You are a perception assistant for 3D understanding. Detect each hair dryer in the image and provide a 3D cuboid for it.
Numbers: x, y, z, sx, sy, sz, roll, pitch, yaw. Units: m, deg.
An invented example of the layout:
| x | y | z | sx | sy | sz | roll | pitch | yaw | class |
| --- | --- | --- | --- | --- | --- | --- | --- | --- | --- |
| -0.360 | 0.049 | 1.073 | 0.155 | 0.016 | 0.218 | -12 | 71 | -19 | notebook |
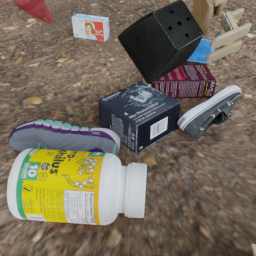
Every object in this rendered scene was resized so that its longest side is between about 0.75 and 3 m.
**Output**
| x | y | z | sx | sy | sz | roll | pitch | yaw | class |
| --- | --- | --- | --- | --- | --- | --- | --- | --- | --- |
| -2.227 | -3.638 | 7.562 | 1.724 | 2.264 | 0.615 | -9 | 72 | -23 | hair dryer |

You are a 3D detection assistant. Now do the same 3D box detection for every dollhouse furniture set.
| x | y | z | sx | sy | sz | roll | pitch | yaw | class |
| --- | --- | --- | --- | --- | --- | --- | --- | --- | --- |
| 1.651 | -3.173 | 6.930 | 1.781 | 2.736 | 2.514 | -22 | 79 | 5 | dollhouse furniture set |

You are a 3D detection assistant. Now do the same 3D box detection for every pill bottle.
| x | y | z | sx | sy | sz | roll | pitch | yaw | class |
| --- | --- | --- | --- | --- | --- | --- | --- | --- | --- |
| -0.849 | 1.099 | 5.262 | 2.355 | 1.328 | 1.328 | 3 | 39 | 4 | pill bottle |

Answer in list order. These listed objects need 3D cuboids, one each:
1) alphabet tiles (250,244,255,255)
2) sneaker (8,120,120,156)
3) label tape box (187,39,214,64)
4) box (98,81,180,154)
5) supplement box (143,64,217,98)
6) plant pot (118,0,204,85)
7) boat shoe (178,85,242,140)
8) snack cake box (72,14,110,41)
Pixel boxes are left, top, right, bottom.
| x | y | z | sx | sy | sz | roll | pitch | yaw | class |
| --- | --- | --- | --- | --- | --- | --- | --- | --- | --- |
| 2.328 | 2.612 | 3.762 | 2.484 | 0.094 | 2.076 | 16 | 38 | -10 | alphabet tiles |
| -1.505 | 0.516 | 6.336 | 2.626 | 0.977 | 1.149 | 1 | 44 | 1 | sneaker |
| 2.282 | -2.926 | 10.553 | 1.808 | 0.834 | 2.524 | 11 | 14 | 14 | label tape box |
| 0.275 | -0.354 | 7.425 | 1.539 | 0.919 | 1.565 | -28 | 45 | -31 | box |
| 1.611 | -1.527 | 9.087 | 2.151 | 0.655 | 1.171 | -2 | 39 | -2 | supplement box |
| 0.527 | -1.295 | 4.029 | 0.874 | 0.775 | 0.871 | -34 | 91 | -26 | plant pot |
| 2.403 | -0.412 | 7.688 | 2.462 | 0.845 | 0.697 | -28 | 66 | -29 | boat shoe |
| -1.672 | -4.542 | 12.646 | 1.617 | 0.930 | 0.543 | 14 | 41 | 17 | snack cake box |
